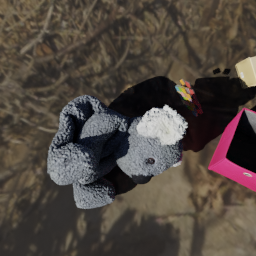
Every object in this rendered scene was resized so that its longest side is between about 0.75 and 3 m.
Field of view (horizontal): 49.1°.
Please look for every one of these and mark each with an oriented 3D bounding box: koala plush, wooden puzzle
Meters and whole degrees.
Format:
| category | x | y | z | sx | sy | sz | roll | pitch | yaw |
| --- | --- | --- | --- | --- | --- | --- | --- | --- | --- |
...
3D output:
| category | x | y | z | sx | sy | sz | roll | pitch | yaw |
| --- | --- | --- | --- | --- | --- | --- | --- | --- | --- |
| koala plush | -0.025 | 0.391 | 6.996 | 2.964 | 2.629 | 2.724 | -3 | 58 | 10 |
| wooden puzzle | 1.747 | -0.840 | 8.052 | 0.096 | 0.809 | 1.365 | -36 | 117 | -8 |

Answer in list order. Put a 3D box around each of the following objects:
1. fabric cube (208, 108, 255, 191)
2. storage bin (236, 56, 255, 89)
| category | x | y | z | sx | sy | sz | roll | pitch | yaw |
| --- | --- | --- | --- | --- | --- | --- | --- | --- | --- |
| fabric cube | 3.273 | 0.645 | 7.498 | 1.508 | 1.532 | 1.537 | 25 | 74 | 8 |
| storage bin | 3.699 | -1.668 | 8.436 | 0.383 | 0.812 | 0.817 | -16 | 88 | -11 |
